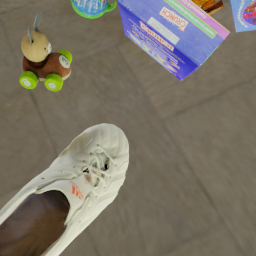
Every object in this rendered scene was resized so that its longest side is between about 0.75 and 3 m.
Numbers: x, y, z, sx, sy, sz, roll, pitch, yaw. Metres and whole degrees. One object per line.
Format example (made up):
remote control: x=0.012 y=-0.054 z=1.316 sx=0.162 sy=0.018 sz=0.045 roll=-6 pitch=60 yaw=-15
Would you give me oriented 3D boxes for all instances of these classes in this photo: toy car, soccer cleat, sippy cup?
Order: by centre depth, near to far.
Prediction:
soccer cleat: x=-0.601 y=0.679 z=2.978 sx=0.864 sy=0.967 sz=2.493 roll=36 pitch=47 yaw=3
toy car: x=-1.038 y=-0.954 z=3.416 sx=0.612 sy=0.776 sz=0.637 roll=5 pitch=49 yaw=2
sippy cup: x=-0.711 y=-2.655 z=5.441 sx=0.964 sy=0.707 sz=0.757 roll=-20 pitch=82 yaw=-19

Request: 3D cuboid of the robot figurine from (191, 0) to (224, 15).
robot figurine: x=1.718 y=-3.319 z=5.870 sx=2.583 sy=0.752 sz=1.873 roll=-30 pitch=89 yaw=0

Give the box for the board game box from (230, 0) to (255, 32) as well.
board game box: x=2.470 y=-2.400 z=4.695 sx=1.425 sy=2.120 sz=0.475 roll=1 pitch=81 yaw=26

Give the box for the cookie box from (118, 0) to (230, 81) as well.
cookie box: x=0.697 y=-1.660 z=4.934 sx=1.595 sy=1.865 sz=0.701 roll=39 pitch=95 yaw=-1
